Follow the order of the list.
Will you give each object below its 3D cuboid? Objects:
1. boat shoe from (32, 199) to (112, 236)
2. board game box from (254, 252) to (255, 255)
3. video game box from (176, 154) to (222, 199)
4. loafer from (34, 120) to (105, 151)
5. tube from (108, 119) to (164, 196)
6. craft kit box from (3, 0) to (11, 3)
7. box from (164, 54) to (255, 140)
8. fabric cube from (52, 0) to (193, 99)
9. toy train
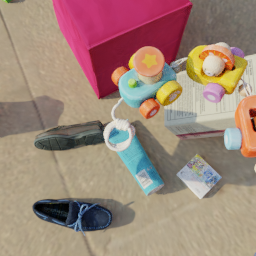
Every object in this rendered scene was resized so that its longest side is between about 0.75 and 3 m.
[{"bbox_3d":[-1.220,1.920,6.036,1.750,0.601,0.736,2,70,1],"label":"boat shoe"},{"bbox_3d":[4.215,2.799,5.784,2.752,0.474,1.863,28,73,10],"label":"board game box"},{"bbox_3d":[1.652,1.122,6.550,0.710,0.182,0.779,-41,75,-11],"label":"video game box"},{"bbox_3d":[-1.394,0.159,6.760,1.676,0.602,0.527,-6,52,-9],"label":"loafer"},{"bbox_3d":[0.147,0.672,6.599,0.723,0.471,1.868,-29,68,-9],"label":"tube"},{"bbox_3d":[-3.773,-4.577,8.548,1.269,0.312,1.285,31,73,13],"label":"craft kit box"},{"bbox_3d":[1.963,-0.588,6.214,2.077,1.132,1.328,-7,67,29],"label":"box"},{"bbox_3d":[-0.282,-2.574,6.715,2.365,2.411,2.403,-27,74,-10],"label":"fabric cube"},{"bbox_3d":[0.691,-0.304,2.819,1.916,0.533,1.439,2,65,7],"label":"toy train"}]
